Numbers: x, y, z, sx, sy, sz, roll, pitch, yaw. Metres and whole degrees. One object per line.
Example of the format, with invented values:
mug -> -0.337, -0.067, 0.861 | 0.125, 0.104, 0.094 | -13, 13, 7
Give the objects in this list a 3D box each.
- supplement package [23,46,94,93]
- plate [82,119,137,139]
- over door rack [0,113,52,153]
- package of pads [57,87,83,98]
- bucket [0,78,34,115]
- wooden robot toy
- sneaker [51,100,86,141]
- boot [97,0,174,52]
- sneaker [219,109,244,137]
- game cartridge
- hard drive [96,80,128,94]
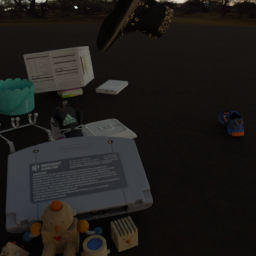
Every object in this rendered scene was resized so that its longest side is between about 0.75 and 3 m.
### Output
supplement package -> -2.918, -2.694, 12.577 | 2.258, 1.607, 2.899 | -7, 17, 3
plate -> -0.716, 0.081, 9.074 | 1.537, 0.248, 1.534 | -14, 28, -27
over door rack -> -3.347, 0.015, 8.822 | 1.317, 0.594, 1.783 | -20, 32, -34
package of pads -> -2.641, -1.663, 12.656 | 0.960, 0.327, 0.742 | -15, 29, -29
bucket -> -4.400, -1.217, 10.824 | 1.617, 1.052, 1.617 | 2, 25, -1
wooden robot toy -> -1.016, 1.731, 4.600 | 2.406, 1.092, 1.060 | -3, 25, -5
sneaker -> -1.428, 0.175, 7.103 | 0.973, 1.750, 2.502 | -17, 30, -32
boot -> 0.252, -3.845, 10.692 | 2.118, 2.813, 1.029 | 7, 44, -40
sneaker -> 3.538, -0.320, 9.452 | 0.617, 0.643, 1.639 | 0, 25, -3
game cartridge -> -1.063, 1.037, 5.988 | 2.825, 0.572, 1.883 | -6, 53, -13
hard drive -> -0.745, -1.988, 13.482 | 1.041, 0.211, 1.578 | 8, 26, 17
